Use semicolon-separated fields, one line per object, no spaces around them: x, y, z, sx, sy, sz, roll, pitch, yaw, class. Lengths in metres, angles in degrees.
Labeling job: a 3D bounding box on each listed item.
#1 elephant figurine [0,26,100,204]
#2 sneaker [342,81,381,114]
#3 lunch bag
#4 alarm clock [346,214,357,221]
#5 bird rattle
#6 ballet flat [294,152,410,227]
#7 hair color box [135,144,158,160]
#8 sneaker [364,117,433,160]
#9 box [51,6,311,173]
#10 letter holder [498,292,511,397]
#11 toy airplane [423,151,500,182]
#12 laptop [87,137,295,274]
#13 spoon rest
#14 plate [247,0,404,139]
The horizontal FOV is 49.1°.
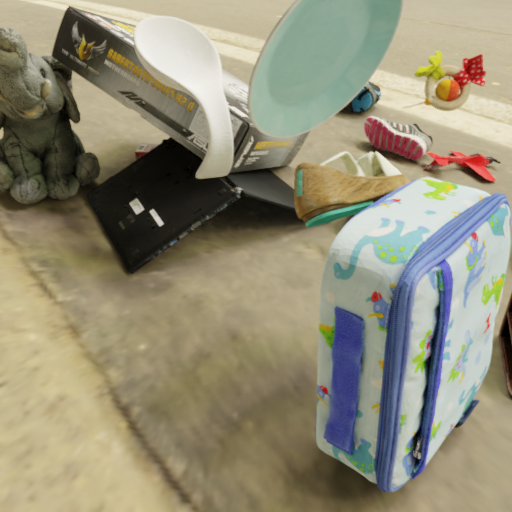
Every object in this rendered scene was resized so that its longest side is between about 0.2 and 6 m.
-4.092;-2.781;10.303;2.487;3.206;2.268;19;37;27;elephant figurine
2.072;-4.585;15.293;2.761;1.011;1.131;28;36;21;sneaker
1.472;0.756;5.345;1.097;2.660;2.139;23;37;38;lunch bag
2.074;-0.729;9.586;1.140;0.563;1.690;11;33;16;alarm clock
2.907;-2.590;8.408;1.046;0.853;0.589;9;1;-8;bird rattle
1.152;-0.774;6.221;2.141;0.774;0.726;-7;-12;-43;ballet flat
-2.073;-2.182;12.072;0.958;0.293;0.486;5;34;6;hair color box
3.218;-2.693;12.577;0.761;0.642;1.739;-24;44;-34;sneaker
-1.248;-3.132;10.785;4.089;0.988;3.239;36;24;14;box
3.869;1.123;6.434;1.775;0.893;1.262;8;36;13;letter holder
4.294;-1.991;11.769;1.652;0.304;1.652;0;31;0;toy airplane
-0.960;-0.907;10.222;3.315;1.712;2.938;-36;41;-6;laptop
-0.938;-2.492;8.258;1.329;0.811;2.675;-13;74;-33;spoon rest
0.744;-2.304;6.356;2.239;2.239;0.286;-25;64;-33;plate
